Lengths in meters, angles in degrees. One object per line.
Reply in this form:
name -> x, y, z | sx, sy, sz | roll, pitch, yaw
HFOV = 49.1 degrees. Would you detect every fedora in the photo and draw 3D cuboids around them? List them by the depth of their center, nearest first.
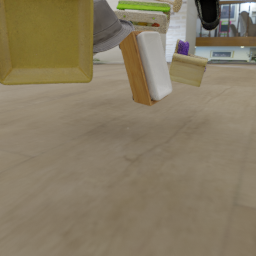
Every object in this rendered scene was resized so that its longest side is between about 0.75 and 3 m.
fedora -> -1.121, -2.823, 7.319 | 2.446, 1.105, 2.164 | 20, 50, 41

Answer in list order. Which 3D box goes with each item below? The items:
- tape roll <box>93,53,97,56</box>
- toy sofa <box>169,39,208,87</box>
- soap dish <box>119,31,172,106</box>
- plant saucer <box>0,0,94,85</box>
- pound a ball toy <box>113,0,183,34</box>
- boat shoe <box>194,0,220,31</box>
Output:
tape roll -> -1.627, -4.005, 11.171 | 1.436, 2.091, 2.091 | -27, 1, 31
toy sofa -> 1.924, -2.007, 8.496 | 0.957, 1.128, 2.311 | 17, 19, 12
soap dish -> 0.400, -1.280, 5.966 | 0.603, 1.485, 1.168 | -8, 14, 28
plant saucer -> -1.795, -1.990, 6.010 | 2.038, 2.038, 0.494 | -5, 27, -18
pound a ball toy -> 0.801, -4.497, 11.217 | 2.518, 1.070, 1.642 | 9, 51, 11
boat shoe -> 2.327, -3.946, 8.318 | 0.731, 1.998, 0.626 | -10, -1, 15
